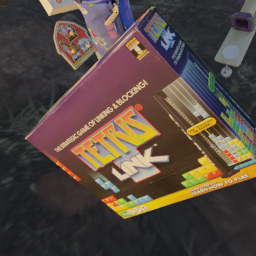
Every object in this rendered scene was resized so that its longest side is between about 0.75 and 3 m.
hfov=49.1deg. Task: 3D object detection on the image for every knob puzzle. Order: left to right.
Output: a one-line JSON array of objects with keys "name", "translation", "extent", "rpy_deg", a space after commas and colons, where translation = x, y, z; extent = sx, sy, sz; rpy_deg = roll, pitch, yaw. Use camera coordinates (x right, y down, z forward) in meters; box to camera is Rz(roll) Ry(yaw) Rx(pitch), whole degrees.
[{"name": "knob puzzle", "translation": [-1.315, -2.128, 6.774], "extent": [0.166, 1.198, 1.198], "rpy_deg": [-13, 27, 51]}]

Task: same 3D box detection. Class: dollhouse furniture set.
[{"name": "dollhouse furniture set", "translation": [3.005, -1.759, 5.563], "extent": [2.441, 1.934, 1.733], "rpy_deg": [25, 85, 30]}]

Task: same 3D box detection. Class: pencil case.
[{"name": "pencil case", "translation": [-0.246, -1.567, 4.471], "extent": [0.841, 2.156, 0.936], "rpy_deg": [-30, 66, -3]}]

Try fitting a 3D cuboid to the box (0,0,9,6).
[{"name": "box", "translation": [-2.804, -2.864, 5.166], "extent": [1.097, 0.587, 0.814], "rpy_deg": [48, 35, 8]}]

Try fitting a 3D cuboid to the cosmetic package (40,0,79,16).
[{"name": "cosmetic package", "translation": [-1.758, -3.317, 6.585], "extent": [0.899, 0.308, 1.193], "rpy_deg": [-34, 94, -34]}]

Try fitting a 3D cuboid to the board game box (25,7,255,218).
[{"name": "board game box", "translation": [0.108, 0.119, 3.748], "extent": [2.095, 2.534, 0.719], "rpy_deg": [42, 43, -16]}]
